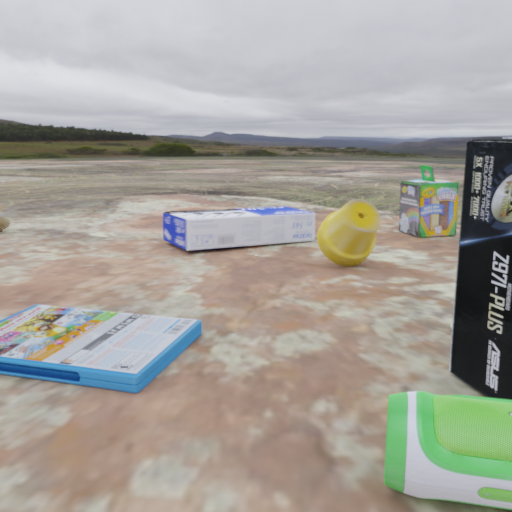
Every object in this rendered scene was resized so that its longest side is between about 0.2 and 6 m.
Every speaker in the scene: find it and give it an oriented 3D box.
[{"bbox_3d":[1.470,1.129,3.178,1.429,0.632,0.632,3,13,14],"label":"speaker"}]

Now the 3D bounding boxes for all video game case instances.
[{"bbox_3d":[-1.741,0.840,5.485,2.036,0.181,1.457,4,14,15],"label":"video game case"}]

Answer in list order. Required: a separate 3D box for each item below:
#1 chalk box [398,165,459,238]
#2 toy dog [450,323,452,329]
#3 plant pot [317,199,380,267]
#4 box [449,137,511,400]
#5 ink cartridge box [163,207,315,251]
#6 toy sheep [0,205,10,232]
[{"bbox_3d":[3.563,-1.158,11.596,0.884,1.428,0.889,-3,13,-13],"label":"chalk box"},{"bbox_3d":[2.327,0.681,5.856,0.483,0.348,0.498,-15,15,-8],"label":"toy dog"},{"bbox_3d":[1.504,-0.418,8.747,0.908,0.908,0.854,-4,-28,-16],"label":"plant pot"},{"bbox_3d":[3.016,0.066,4.610,2.520,2.064,1.085,-3,13,-18],"label":"box"},{"bbox_3d":[-0.317,-0.559,10.730,2.671,0.591,1.256,-5,12,-27],"label":"ink cartridge box"},{"bbox_3d":[-5.689,-0.816,11.677,1.046,0.721,0.721,17,9,-14],"label":"toy sheep"}]
